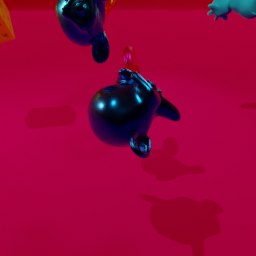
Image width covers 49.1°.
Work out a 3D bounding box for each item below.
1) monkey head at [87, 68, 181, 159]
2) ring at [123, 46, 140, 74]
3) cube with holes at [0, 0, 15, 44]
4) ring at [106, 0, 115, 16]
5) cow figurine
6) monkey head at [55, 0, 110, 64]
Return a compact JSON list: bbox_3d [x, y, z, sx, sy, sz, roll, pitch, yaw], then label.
[{"bbox_3d":[0.089,-0.172,4.345,1.362,1.141,1.894,29,3,-32],"label":"monkey head"},{"bbox_3d":[0.113,-1.449,6.824,0.218,1.090,1.090,-11,24,12],"label":"ring"},{"bbox_3d":[-4.359,-3.351,8.228,1.334,1.334,1.334,-20,63,-5],"label":"cube with holes"},{"bbox_3d":[-0.955,-4.861,10.875,0.265,1.324,1.324,16,10,-43],"label":"ring"},{"bbox_3d":[3.359,-3.773,8.540,0.952,1.706,1.733,19,43,-34],"label":"cow figurine"},{"bbox_3d":[-0.694,-2.242,5.260,1.341,1.864,1.123,-23,-9,1],"label":"monkey head"}]
